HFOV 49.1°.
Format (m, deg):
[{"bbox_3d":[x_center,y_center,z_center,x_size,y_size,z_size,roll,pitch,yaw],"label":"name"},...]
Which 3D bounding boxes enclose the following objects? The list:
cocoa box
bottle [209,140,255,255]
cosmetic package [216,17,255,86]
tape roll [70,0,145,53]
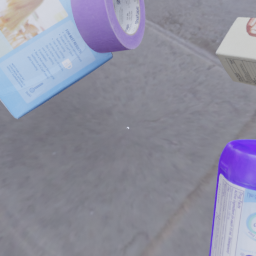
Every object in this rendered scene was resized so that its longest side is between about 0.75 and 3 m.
[{"bbox_3d":[-1.924,-1.922,4.939,1.951,1.920,2.926,-34,105,-6],"label":"cocoa box"},{"bbox_3d":[1.145,1.148,2.413,0.862,0.674,2.064,3,102,-1],"label":"bottle"},{"bbox_3d":[2.370,-1.057,4.197,1.754,0.907,0.765,28,85,46],"label":"cosmetic package"},{"bbox_3d":[-0.227,-1.677,3.885,0.514,1.209,1.209,1,55,28],"label":"tape roll"}]
